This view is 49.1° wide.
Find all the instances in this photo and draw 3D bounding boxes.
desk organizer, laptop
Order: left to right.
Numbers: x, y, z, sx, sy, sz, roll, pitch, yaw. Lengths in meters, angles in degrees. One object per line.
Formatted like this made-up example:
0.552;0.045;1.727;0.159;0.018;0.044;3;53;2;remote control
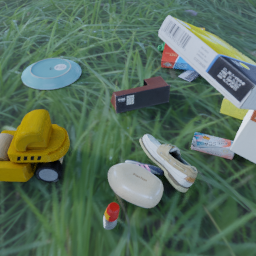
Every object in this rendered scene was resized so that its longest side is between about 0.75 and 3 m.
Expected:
0.432;-1.294;10.617;2.157;0.773;0.830;-13;41;-15;desk organizer
2.858;-2.426;12.000;1.016;0.589;0.951;32;51;31;laptop

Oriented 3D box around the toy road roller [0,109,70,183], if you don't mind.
-2.893;0.424;7.920;2.442;1.782;1.500;-1;42;-1;toy road roller

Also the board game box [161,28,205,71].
2.559;-3.714;12.917;1.713;0.452;2.239;8;63;11;board game box

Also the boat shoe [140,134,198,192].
1.177;0.820;8.085;0.793;0.726;2.122;8;33;-50;boat shoe

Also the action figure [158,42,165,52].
2.635;-4.046;13.759;2.356;0.644;1.392;-2;44;8;action figure

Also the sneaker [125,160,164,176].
0.449;1.288;8.096;1.195;0.419;0.490;12;69;9;sneaker

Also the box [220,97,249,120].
4.839;-0.592;9.862;2.864;0.718;1.078;22;47;22;box

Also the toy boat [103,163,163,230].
-0.045;1.744;7.241;1.565;0.865;1.862;30;44;16;toy boat

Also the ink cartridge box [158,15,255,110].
2.647;-1.502;6.911;2.989;0.702;2.953;-1;41;-39;ink cartridge box

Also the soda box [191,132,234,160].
2.679;0.551;8.783;1.306;0.447;0.415;14;44;15;soda box

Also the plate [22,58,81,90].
-3.367;-2.525;12.306;2.606;0.333;2.606;-1;41;1;plate

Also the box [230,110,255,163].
4.668;0.378;7.979;2.760;1.345;1.717;29;48;15;box
